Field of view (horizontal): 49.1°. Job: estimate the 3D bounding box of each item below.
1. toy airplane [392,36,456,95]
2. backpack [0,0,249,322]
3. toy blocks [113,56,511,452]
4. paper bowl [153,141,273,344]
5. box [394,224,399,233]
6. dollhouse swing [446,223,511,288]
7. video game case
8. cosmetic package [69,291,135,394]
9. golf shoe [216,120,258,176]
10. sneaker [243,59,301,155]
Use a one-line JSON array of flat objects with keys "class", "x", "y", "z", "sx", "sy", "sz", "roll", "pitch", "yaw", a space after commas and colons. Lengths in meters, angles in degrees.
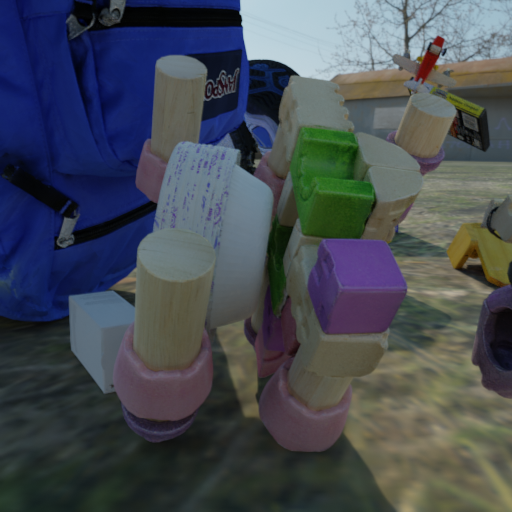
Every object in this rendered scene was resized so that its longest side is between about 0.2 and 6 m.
[{"class": "toy airplane", "x": 2.479, "y": -2.737, "z": 8.247, "sx": 0.769, "sy": 0.772, "sz": 0.545, "roll": -20, "pitch": 14, "yaw": 16}, {"class": "backpack", "x": -2.373, "y": -1.924, "z": 5.640, "sx": 4.324, "sy": 5.152, "sz": 4.187, "roll": 12, "pitch": 26, "yaw": 25}, {"class": "toy blocks", "x": 0.382, "y": 0.223, "z": 3.961, "sx": 2.565, "sy": 2.159, "sz": 2.397, "roll": 4, "pitch": 43, "yaw": -10}, {"class": "paper bowl", "x": -0.261, "y": -0.066, "z": 3.621, "sx": 0.658, "sy": 1.264, "sz": 1.264, "roll": 9, "pitch": 12, "yaw": 0}, {"class": "box", "x": 1.624, "y": -1.182, "z": 11.107, "sx": 2.377, "sy": 1.394, "sz": 0.575, "roll": 1, "pitch": 14, "yaw": 5}, {"class": "dollhouse swing", "x": 3.433, "y": 0.160, "z": 7.599, "sx": 1.247, "sy": 1.096, "sz": 1.133, "roll": 0, "pitch": -29, "yaw": 0}, {"class": "video game case", "x": 3.320, "y": -2.401, "z": 9.594, "sx": 1.365, "sy": 0.193, "sz": 1.511, "roll": 35, "pitch": 5, "yaw": 27}, {"class": "cosmetic package", "x": -1.187, "y": 0.655, "z": 4.501, "sx": 0.417, "sy": 0.529, "sz": 0.984, "roll": -5, "pitch": 14, "yaw": -32}, {"class": "golf shoe", "x": -0.708, "y": -1.796, "z": 11.418, "sx": 1.616, "sy": 1.330, "sz": 3.421, "roll": 0, "pitch": -31, "yaw": 8}, {"class": "sneaker", "x": 0.424, "y": -1.910, "z": 9.009, "sx": 1.279, "sy": 1.301, "sz": 3.378, "roll": -15, "pitch": 58, "yaw": -20}]
